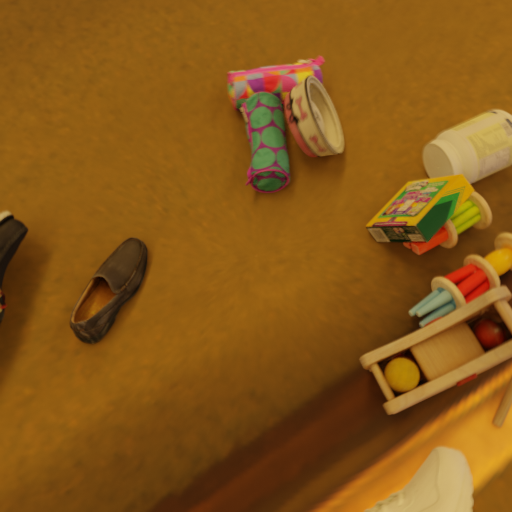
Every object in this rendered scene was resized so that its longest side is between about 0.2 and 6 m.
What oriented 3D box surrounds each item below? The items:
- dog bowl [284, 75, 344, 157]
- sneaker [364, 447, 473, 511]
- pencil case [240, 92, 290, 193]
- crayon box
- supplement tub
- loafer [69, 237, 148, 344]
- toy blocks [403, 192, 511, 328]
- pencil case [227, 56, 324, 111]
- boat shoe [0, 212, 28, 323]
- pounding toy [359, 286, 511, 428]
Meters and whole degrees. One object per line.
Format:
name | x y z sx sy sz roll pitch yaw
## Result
dog bowl | 0.944 -2.244 9.269 0.501 1.360 1.360 -18 64 27
sneaker | 1.457 3.546 6.814 1.560 1.223 3.140 31 69 16
pencil case | 0.138 -1.902 9.399 0.753 0.694 1.630 2 65 -17
crayon box | 2.457 -0.699 8.531 1.121 1.300 0.379 -44 106 -14
supplement tub | 3.531 -1.715 9.166 1.336 0.969 0.969 -25 69 -9
loafer | -2.182 0.443 8.414 0.651 0.647 1.788 19 67 9
toy blocks | 2.907 0.069 8.534 1.947 0.707 1.622 -31 69 -12
pencil case | 0.342 -3.047 9.886 1.701 0.752 0.752 -13 67 -5
boat shoe | -4.110 0.796 8.081 0.974 1.137 3.109 25 65 -9
pounding toy | 2.939 1.508 7.440 2.801 1.601 1.607 -22 69 -9
